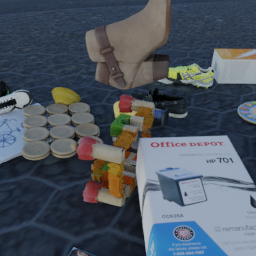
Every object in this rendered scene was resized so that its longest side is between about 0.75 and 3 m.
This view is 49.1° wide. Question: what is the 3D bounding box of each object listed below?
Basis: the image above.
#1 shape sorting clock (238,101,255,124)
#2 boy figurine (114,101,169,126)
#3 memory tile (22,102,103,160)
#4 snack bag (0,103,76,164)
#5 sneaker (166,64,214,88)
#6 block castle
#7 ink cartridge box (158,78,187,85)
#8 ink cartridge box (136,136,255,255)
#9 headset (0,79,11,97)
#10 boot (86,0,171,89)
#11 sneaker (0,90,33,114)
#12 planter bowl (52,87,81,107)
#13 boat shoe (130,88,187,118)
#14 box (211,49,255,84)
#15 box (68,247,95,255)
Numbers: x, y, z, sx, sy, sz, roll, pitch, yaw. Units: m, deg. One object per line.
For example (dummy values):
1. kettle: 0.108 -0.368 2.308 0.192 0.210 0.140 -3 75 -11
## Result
1. shape sorting clock: 4.749 -0.556 9.812 1.700 0.333 1.700 0 33 0
2. boy figurine: 0.381 -0.505 9.403 1.920 0.619 1.194 8 14 15
3. memory tile: -2.077 -0.005 8.694 2.276 0.249 2.969 -6 33 -16
4. snack bag: -3.409 0.030 8.974 2.525 0.287 2.678 29 40 36
5. sneaker: 2.531 -2.345 11.846 2.234 0.854 0.842 9 36 -1
6. block castle: -0.288 0.464 6.949 1.249 1.779 2.663 11 34 18
7. ink cartridge box: 1.961 -2.255 12.565 1.314 0.310 1.051 19 34 -3
8. ink cartridge box: 1.349 1.508 5.577 2.119 1.243 2.894 -2 39 -4
9. headset: -5.389 -1.582 10.718 1.393 1.060 2.255 -23 51 -32
10. boot: -0.003 -1.998 6.037 1.814 2.481 0.871 3 26 10
11. sneaker: -4.044 -0.766 9.321 1.771 0.653 0.709 -19 15 2
12. planter bowl: -2.280 -0.971 10.073 1.066 1.066 0.444 7 63 10
13. boat shoe: 1.055 -1.059 10.170 2.339 0.776 0.874 22 39 30
14. box: 5.058 -2.753 12.429 2.319 1.130 1.442 1 33 1
15. box: -0.485 2.650 4.910 1.401 0.344 0.576 13 35 18
